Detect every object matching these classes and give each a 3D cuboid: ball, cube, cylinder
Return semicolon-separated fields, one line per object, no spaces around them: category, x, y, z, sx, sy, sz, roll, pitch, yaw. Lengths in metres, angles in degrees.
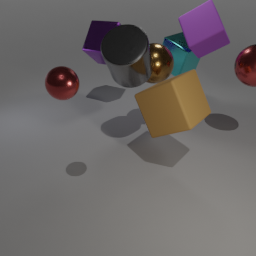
ball;4.289;-2.076;9.342;1.400;1.400;1.400;0;29;0
cube;-0.877;-3.638;12.141;1.400;1.400;1.400;14;-6;26
ball;-1.358;-0.923;5.794;0.700;0.700;0.700;0;29;0
cylinder;0.012;-2.156;8.577;1.400;1.400;1.400;-4;70;10
cube;2.430;-3.394;12.983;1.400;1.400;1.400;-28;58;-36
cube;3.054;-3.889;11.191;1.400;1.400;1.400;-23;-16;26
ball;0.917;-2.277;9.905;1.400;1.400;1.400;0;29;0
cube;1.322;-0.701;8.185;1.400;1.400;1.400;-15;11;44
